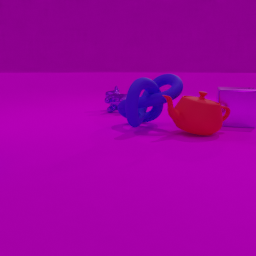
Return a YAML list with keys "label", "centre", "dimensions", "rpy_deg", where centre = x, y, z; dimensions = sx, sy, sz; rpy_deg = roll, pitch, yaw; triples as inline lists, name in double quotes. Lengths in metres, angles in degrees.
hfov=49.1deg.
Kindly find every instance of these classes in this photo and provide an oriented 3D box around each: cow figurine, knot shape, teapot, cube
- label: "cow figurine"
  centre: [-0.336, -1.077, 10.514]
  dimensions: [1.352, 0.742, 1.331]
  rpy_deg: [4, 30, 30]
- label: "knot shape"
  centre: [0.464, -0.677, 7.722]
  dimensions: [1.993, 0.921, 1.865]
  rpy_deg: [-31, -10, -31]
- label: "teapot"
  centre: [1.679, -0.418, 6.899]
  dimensions: [2.022, 0.990, 1.257]
  rpy_deg: [4, 17, -21]
- label: "cube"
  centre: [3.120, -0.630, 8.149]
  dimensions: [1.042, 1.042, 1.042]
  rpy_deg: [3, 13, 15]
